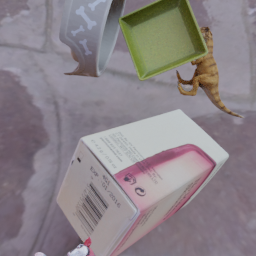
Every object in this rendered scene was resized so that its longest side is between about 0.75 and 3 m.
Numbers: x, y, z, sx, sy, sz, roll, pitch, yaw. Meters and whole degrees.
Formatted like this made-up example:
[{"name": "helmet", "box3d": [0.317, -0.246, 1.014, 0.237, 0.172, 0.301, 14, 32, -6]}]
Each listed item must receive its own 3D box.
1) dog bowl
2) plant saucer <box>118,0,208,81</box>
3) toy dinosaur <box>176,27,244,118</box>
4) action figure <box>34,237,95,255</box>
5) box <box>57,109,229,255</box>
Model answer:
[{"name": "dog bowl", "box3d": [-0.610, -2.101, 5.559, 0.698, 2.379, 2.379, 18, 65, 0]}, {"name": "plant saucer", "box3d": [0.659, -1.714, 5.356, 1.350, 0.323, 1.348, -20, 83, 12]}, {"name": "toy dinosaur", "box3d": [1.652, -0.984, 5.892, 1.156, 0.657, 2.176, -14, 105, 18]}, {"name": "action figure", "box3d": [-0.441, 1.714, 2.854, 0.962, 0.865, 1.292, -11, 40, 14]}, {"name": "box", "box3d": [0.301, 0.863, 4.856, 2.501, 1.599, 1.363, -17, 54, -44]}]
